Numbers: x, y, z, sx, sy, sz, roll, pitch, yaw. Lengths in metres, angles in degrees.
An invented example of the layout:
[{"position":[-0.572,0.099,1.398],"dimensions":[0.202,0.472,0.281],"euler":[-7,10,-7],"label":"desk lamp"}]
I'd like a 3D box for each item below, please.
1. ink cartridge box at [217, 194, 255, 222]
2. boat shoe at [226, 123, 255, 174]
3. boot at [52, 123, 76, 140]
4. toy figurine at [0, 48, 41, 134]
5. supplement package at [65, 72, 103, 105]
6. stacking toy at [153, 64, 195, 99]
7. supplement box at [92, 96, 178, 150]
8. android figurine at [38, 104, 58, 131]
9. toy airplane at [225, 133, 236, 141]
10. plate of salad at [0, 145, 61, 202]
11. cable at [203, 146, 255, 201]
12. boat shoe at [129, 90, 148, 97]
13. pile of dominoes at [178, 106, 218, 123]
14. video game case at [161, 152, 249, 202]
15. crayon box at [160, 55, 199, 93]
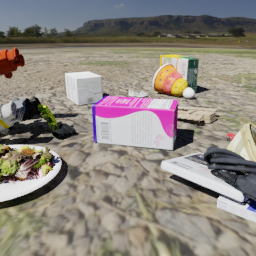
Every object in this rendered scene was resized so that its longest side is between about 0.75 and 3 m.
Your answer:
[{"position":[2.381,1.578,5.610],"dimensions":[1.045,0.231,0.491],"euler":[15,26,36],"label":"ink cartridge box"},{"position":[2.915,0.987,5.392],"dimensions":[0.936,0.807,2.566],"euler":[1,40,-24],"label":"boat shoe"},{"position":[-2.267,0.111,9.506],"dimensions":[0.846,0.313,0.693],"euler":[22,29,36],"label":"boot"},{"position":[-4.380,-1.162,8.983],"dimensions":[1.952,2.762,2.805],"euler":[-17,13,6],"label":"toy figurine"},{"position":[-2.180,-1.989,13.772],"dimensions":[1.287,1.278,1.696],"euler":[-11,23,-27],"label":"supplement package"},{"position":[2.579,-2.227,14.624],"dimensions":[1.677,1.677,2.295],"euler":[-17,42,-39],"label":"stacking toy"},{"position":[0.276,-0.215,8.945],"dimensions":[2.529,1.280,1.307],"euler":[6,21,15],"label":"supplement box"},{"position":[-2.778,-0.374,9.810],"dimensions":[0.243,1.078,1.185],"euler":[-32,26,-5],"label":"android figurine"},{"position":[3.685,0.304,9.144],"dimensions":[0.999,0.184,0.999],"euler":[0,20,0],"label":"toy airplane"},{"position":[-3.144,0.881,6.825],"dimensions":[2.954,0.709,2.954],"euler":[0,19,0],"label":"plate of salad"},{"position":[2.908,0.893,5.668],"dimensions":[2.329,0.725,2.854],"euler":[0,15,-38],"label":"cable"},{"position":[0.531,-1.814,14.653],"dimensions":[1.016,0.326,0.374],"euler":[5,19,14],"label":"boat shoe"},{"position":[2.405,-0.497,11.427],"dimensions":[2.216,0.353,1.727],"euler":[8,21,44],"label":"pile of dominoes"},{"position":[2.086,1.055,6.585],"dimensions":[1.976,0.231,1.796],"euler":[18,16,41],"label":"video game case"},{"position":[2.867,-3.191,16.173],"dimensions":[0.771,1.880,2.990],"euler":[-8,22,-22],"label":"crayon box"}]
